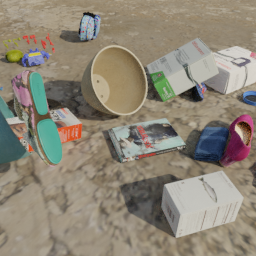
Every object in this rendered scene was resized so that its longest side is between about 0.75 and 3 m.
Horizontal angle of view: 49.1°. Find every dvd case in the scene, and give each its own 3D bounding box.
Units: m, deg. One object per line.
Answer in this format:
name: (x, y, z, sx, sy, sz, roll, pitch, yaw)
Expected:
dvd case: (0.663, 0.398, 10.413, 2.432, 0.268, 1.776, -11, 39, -13)

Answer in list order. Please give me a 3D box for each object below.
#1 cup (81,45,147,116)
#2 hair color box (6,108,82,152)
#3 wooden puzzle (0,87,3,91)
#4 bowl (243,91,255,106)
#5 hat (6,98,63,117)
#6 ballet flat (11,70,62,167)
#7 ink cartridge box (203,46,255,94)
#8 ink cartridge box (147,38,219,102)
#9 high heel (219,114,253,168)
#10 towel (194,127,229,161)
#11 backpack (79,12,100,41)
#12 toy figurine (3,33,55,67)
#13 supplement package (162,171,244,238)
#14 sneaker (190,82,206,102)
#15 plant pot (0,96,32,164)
cup: (-0.855, -1.769, 11.611, 2.746, 2.746, 1.964, -34, 17, -37)
hair color box: (-3.041, 0.040, 10.178, 2.387, 0.763, 1.324, -16, 40, -34)
wooden puzzle: (-6.708, -1.985, 13.640, 1.222, 0.143, 0.824, -6, 38, -8)
bowl: (5.777, -1.339, 12.736, 1.059, 0.208, 1.059, 0, 37, 0)
hat: (-3.683, -0.610, 11.096, 2.169, 0.875, 2.169, 6, 15, -2)
ballet flat: (-2.362, -0.194, 7.095, 0.883, 2.481, 0.858, -14, 3, 23)
ink cartridge box: (5.167, -2.975, 14.050, 2.862, 1.207, 2.072, -21, 42, -25)
ink cartridge box: (2.432, -2.690, 12.802, 2.754, 1.144, 2.019, -27, 35, 13)
high heel: (4.007, 0.146, 9.622, 0.914, 1.302, 2.713, 40, 54, 10)
towel: (2.997, 0.549, 9.967, 0.967, 0.420, 1.732, 2, 32, 29)
backpack: (-2.579, -6.553, 18.390, 1.213, 1.646, 1.803, 12, 38, -3)
toy figurine: (-5.377, -4.081, 15.425, 2.763, 1.458, 1.655, -13, 44, -15)
supplement package: (1.958, 2.036, 7.609, 1.800, 1.056, 1.052, -11, 39, -14)
sneaker: (3.334, -1.797, 13.020, 0.674, 0.647, 1.719, 6, 39, -1)
plant pot: (-4.564, 0.157, 9.102, 1.739, 2.582, 2.582, -29, 44, -12)
